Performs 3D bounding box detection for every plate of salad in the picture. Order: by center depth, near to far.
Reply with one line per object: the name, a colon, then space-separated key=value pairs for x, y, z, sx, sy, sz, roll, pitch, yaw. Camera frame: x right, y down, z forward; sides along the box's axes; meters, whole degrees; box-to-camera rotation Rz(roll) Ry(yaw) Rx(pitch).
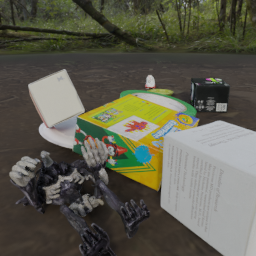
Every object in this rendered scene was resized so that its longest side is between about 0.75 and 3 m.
plate of salad: x=-1.397 y=0.204 z=8.519 sx=2.522 sy=0.606 sz=2.522 roll=9 pitch=21 yaw=-3

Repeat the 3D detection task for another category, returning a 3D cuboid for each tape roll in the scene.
tape roll: x=1.028 y=-0.651 z=10.128 sx=2.777 sy=0.667 sz=2.777 roll=12 pitch=20 yaw=-4

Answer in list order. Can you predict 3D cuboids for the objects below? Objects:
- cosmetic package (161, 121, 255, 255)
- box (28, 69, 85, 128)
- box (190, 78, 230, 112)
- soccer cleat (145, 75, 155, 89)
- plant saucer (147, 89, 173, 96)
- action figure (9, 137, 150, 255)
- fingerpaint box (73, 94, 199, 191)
cosmetic package: x=1.775 y=0.947 z=4.863 sx=1.574 sy=1.565 sz=1.881 roll=-12 pitch=24 yaw=-33
box: x=-1.882 y=-0.672 z=7.215 sx=0.947 sy=1.112 sz=1.739 roll=-27 pitch=7 yaw=-16
box: x=3.638 y=-1.531 z=12.695 sx=1.448 sy=1.212 sz=1.950 roll=2 pitch=20 yaw=5
soccer cleat: x=1.359 y=-2.824 z=17.190 sx=0.604 sy=0.749 sz=1.759 roll=1 pitch=18 yaw=3
plant saucer: x=1.735 y=-1.884 z=15.258 sx=1.454 sy=0.226 sz=1.454 roll=0 pitch=18 yaw=0
action figure: x=-1.011 y=0.965 z=5.008 sx=1.769 sy=1.519 sz=2.977 roll=-27 pitch=32 yaw=-32
fingerpaint box: x=0.341 y=0.174 z=7.368 sx=2.325 sy=1.022 sz=2.787 roll=21 pitch=26 yaw=19
